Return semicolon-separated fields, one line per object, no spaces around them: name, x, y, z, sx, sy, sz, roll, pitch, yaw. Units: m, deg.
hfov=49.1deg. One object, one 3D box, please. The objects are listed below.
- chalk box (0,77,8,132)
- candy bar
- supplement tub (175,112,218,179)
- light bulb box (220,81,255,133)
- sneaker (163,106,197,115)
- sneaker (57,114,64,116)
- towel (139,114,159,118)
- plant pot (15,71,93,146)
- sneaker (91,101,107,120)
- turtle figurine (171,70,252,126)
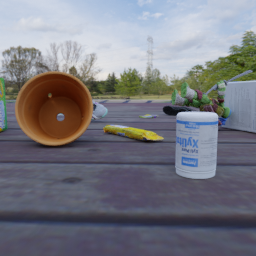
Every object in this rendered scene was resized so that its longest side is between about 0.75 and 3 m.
chalk box;-4.684;-0.650;8.185;1.709;1.701;2.747;-1;6;0
candy bar;0.050;0.122;7.716;0.567;0.252;2.274;0;6;-34
supplement tub;1.017;0.232;4.175;0.609;0.923;0.609;0;6;0
light bulb box;4.749;-0.717;8.908;2.539;1.599;2.562;-3;7;-18
sneaker;2.777;-0.901;14.987;1.682;0.505;0.877;10;12;31
sneaker;-3.316;-0.984;14.864;1.104;0.651;0.406;0;6;-6
towel;1.033;-0.576;13.774;0.737;0.117;1.026;4;8;25
plant pot;-1.709;-0.364;6.795;1.703;1.703;1.192;-1;-9;-8
sneaker;-1.861;-1.019;11.100;2.019;0.785;1.412;13;-21;12
turtle figurine;2.482;-1.141;8.967;1.922;1.982;1.426;11;15;-17
